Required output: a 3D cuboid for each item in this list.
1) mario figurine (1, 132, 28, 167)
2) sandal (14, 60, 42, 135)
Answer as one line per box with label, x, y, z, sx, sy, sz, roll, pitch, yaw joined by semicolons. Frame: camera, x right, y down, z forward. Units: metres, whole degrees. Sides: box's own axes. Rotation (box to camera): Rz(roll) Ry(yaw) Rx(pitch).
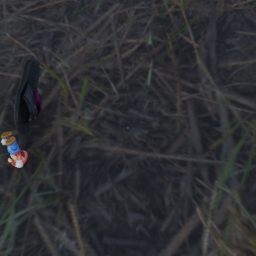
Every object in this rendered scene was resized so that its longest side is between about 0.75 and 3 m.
mario figurine;-2.802;0.595;6.754;0.531;1.003;0.619;-3;46;1
sandal;-2.533;-0.805;7.326;0.483;0.759;2.020;5;83;10
